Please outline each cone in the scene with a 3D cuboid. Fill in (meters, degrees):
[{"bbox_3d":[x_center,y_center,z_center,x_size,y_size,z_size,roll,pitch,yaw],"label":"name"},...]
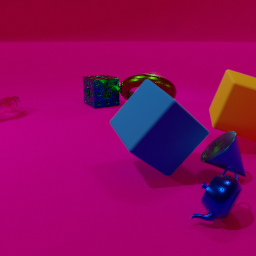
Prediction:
[{"bbox_3d":[2.018,0.655,5.453,0.850,0.853,0.850,-43,5,5],"label":"cone"}]

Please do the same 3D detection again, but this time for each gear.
[{"bbox_3d":[-4.471,-0.729,9.563,1.499,0.277,1.499,-11,20,4],"label":"gear"}]

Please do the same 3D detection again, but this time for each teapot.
[{"bbox_3d":[1.363,1.043,4.279,0.539,0.685,1.101,29,67,28],"label":"teapot"}]

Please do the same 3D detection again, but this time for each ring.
[{"bbox_3d":[0.711,-1.310,10.071,2.061,0.412,2.061,6,-19,2],"label":"ring"}]

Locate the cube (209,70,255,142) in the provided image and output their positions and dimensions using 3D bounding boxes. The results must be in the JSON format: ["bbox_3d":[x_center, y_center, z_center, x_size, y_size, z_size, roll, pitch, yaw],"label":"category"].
[{"bbox_3d":[2.783,-0.556,6.759,1.187,1.187,1.187,18,27,3],"label":"cube"}]

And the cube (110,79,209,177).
[{"bbox_3d":[0.593,-0.011,5.611,1.209,1.209,1.209,36,10,-34],"label":"cube"}]

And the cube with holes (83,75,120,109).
[{"bbox_3d":[-1.060,-1.465,11.072,1.082,1.082,1.082,-11,22,-29],"label":"cube with holes"}]
